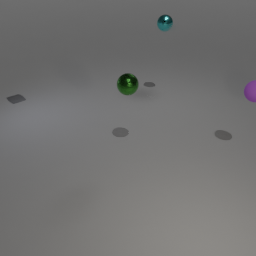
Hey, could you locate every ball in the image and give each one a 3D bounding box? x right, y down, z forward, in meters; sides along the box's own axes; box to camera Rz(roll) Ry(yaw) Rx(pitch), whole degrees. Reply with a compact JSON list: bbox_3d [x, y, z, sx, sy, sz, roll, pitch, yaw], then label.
[{"bbox_3d":[1.626,-4.613,12.314,0.700,0.700,0.700,0,31,0],"label":"ball"},{"bbox_3d":[4.059,-1.166,8.894,0.700,0.700,0.700,0,31,0],"label":"ball"},{"bbox_3d":[-0.009,-1.387,8.904,0.700,0.700,0.700,0,31,0],"label":"ball"}]
